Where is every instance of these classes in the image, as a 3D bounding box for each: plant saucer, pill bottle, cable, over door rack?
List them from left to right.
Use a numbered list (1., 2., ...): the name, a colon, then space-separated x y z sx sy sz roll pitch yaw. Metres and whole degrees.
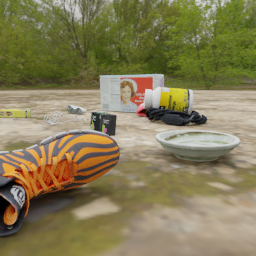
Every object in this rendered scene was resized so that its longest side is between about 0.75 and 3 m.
1. over door rack: -2.198 -0.356 9.584 1.186 0.395 0.876 -4 11 -26
2. pill bottle: 1.397 -0.944 9.810 1.630 0.916 0.916 5 10 2
3. cable: 1.634 -0.471 9.809 2.138 0.543 1.744 7 11 38
4. plant saucer: 1.300 0.345 5.337 1.552 0.390 1.552 -1 9 0

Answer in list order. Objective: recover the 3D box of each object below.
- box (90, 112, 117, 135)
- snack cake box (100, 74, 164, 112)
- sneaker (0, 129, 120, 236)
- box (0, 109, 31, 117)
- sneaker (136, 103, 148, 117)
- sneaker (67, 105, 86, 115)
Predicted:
1. box: -0.680 -0.130 7.594 0.468 0.559 0.752 1 8 -29
2. snack cake box: 0.147 -1.624 13.116 2.975 1.711 1.000 6 11 32
3. sneaker: -0.973 0.606 3.078 2.061 0.799 1.154 -13 17 -15
4. box: -4.545 -0.590 11.244 1.209 0.303 0.455 0 8 4
5. sneaker: 1.157 -0.636 11.026 1.801 0.664 0.781 -2 19 26
6. sneaker: -2.283 -0.778 12.358 1.067 0.375 0.428 16 11 35
